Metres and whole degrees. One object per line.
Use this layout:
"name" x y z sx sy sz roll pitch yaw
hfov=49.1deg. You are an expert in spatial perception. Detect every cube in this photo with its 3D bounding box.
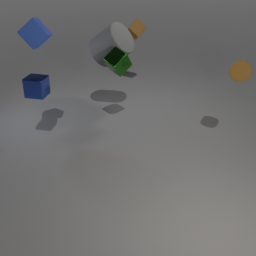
"cube" -3.233 -1.475 9.932 0.700 0.700 0.700 6 29 6
"cube" 0.426 -5.190 14.779 0.700 0.700 0.700 -52 11 -7
"cube" -2.995 -3.064 9.074 0.700 0.700 0.700 -38 19 10
"cube" -0.387 -2.547 10.774 0.700 0.700 0.700 -47 60 -4

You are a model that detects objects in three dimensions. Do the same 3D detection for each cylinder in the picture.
"cylinder" 3.855 -1.955 9.579 0.700 0.700 0.700 12 18 20
"cylinder" -0.687 -3.499 11.841 1.400 1.400 1.400 -22 13 39
